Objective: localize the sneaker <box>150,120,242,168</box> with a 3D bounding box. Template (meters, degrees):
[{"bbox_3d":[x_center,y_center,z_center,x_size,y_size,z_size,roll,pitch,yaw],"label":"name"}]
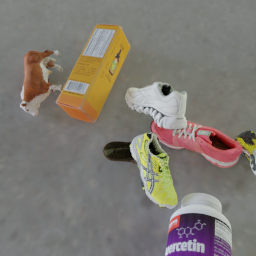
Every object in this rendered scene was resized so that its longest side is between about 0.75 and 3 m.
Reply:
[{"bbox_3d":[1.661,0.157,6.782,2.302,0.998,0.848,21,72,12],"label":"sneaker"}]

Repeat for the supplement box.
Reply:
[{"bbox_3d":[-0.842,-1.470,7.359,0.874,0.846,2.542,17,72,27],"label":"supplement box"}]

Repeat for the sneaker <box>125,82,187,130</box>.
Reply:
[{"bbox_3d":[0.647,-0.698,6.554,0.807,0.871,2.148,-8,24,-30],"label":"sneaker"}]

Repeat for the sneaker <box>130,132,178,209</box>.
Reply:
[{"bbox_3d":[0.638,0.945,6.284,0.680,0.689,1.803,-19,77,-38],"label":"sneaker"}]

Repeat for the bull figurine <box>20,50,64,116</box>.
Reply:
[{"bbox_3d":[-2.346,-1.276,7.554,1.143,0.613,1.883,-6,75,-7],"label":"bull figurine"}]

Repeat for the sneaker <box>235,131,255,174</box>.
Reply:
[{"bbox_3d":[3.130,0.733,6.382,0.671,1.802,0.763,-37,116,18],"label":"sneaker"}]

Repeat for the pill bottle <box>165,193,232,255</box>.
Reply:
[{"bbox_3d":[1.408,2.513,5.623,1.293,1.293,2.300,14,45,5],"label":"pill bottle"}]

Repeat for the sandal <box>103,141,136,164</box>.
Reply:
[{"bbox_3d":[0.159,0.673,6.942,1.581,0.432,0.646,3,66,-11],"label":"sandal"}]
